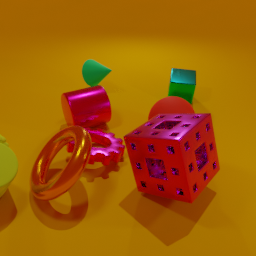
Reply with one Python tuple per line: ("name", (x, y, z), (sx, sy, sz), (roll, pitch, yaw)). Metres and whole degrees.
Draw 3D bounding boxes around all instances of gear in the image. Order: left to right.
("gear", (-0.798, 0.424, 6.948), (1.421, 0.263, 1.421), (11, 23, -5))

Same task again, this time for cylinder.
("cylinder", (-2.821, 0.911, 5.578), (0.999, 0.999, 0.999), (20, 51, -26))
("cylinder", (-1.192, -0.561, 7.952), (1.122, 1.122, 1.122), (-17, 38, -23))

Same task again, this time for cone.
("cone", (-0.863, -1.838, 9.156), (0.914, 0.911, 0.911), (2, 29, 38))

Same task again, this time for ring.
("ring", (-1.435, 0.695, 5.894), (1.727, 0.345, 1.727), (-29, 39, 27))

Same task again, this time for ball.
("ball", (1.146, -0.202, 7.330), (1.245, 1.245, 1.245), (0, 34, 0))

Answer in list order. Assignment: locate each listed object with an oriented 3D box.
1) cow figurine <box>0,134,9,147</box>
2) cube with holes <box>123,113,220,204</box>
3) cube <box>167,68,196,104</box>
("cow figurine", (-3.622, 0.430, 7.007), (0.941, 0.525, 0.956), (26, 53, 21))
("cube with holes", (0.937, 0.530, 5.794), (1.295, 1.295, 1.295), (2, 24, 42))
("cube", (1.780, -1.394, 9.306), (0.825, 0.825, 0.825), (8, 46, 6))
